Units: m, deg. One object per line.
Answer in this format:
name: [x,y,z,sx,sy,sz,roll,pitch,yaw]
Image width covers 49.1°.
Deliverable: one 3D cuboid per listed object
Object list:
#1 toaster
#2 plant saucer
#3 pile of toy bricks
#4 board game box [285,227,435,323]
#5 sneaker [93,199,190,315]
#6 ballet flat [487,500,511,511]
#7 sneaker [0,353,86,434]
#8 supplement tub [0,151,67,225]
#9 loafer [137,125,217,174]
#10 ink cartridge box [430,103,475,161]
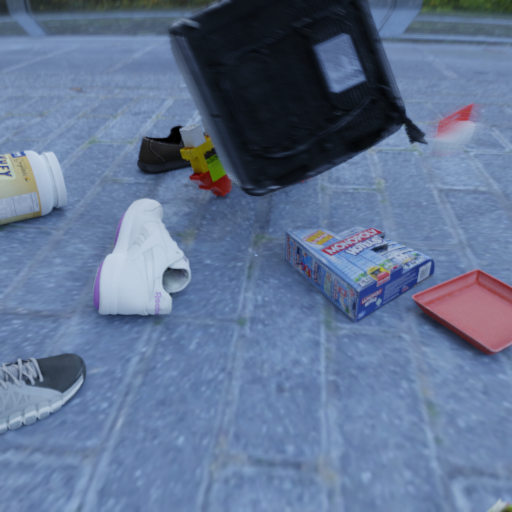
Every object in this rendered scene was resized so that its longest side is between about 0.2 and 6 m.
toaster: [0.618,-2.950,9.940,3.260,3.605,2.139,-26,14,-3]
plant saucer: [3.712,0.929,9.148,1.693,0.311,1.690,-18,35,-27]
pile of toy bricks: [0.699,-2.788,13.590,2.631,2.342,4.743,11,38,42]
board game box: [1.717,0.030,10.290,2.250,0.694,2.248,-24,39,-35]
sneaker: [-1.878,0.056,10.087,1.515,1.139,3.041,8,37,-4]
ballet flat: [1.756,3.027,5.105,2.384,0.762,0.902,-22,22,-33]
sneaker: [-3.251,1.553,7.096,2.250,1.299,0.844,-27,40,-37]
supplement tub: [-5.282,-1.471,12.123,2.004,1.447,1.447,-17,34,-27]
loafer: [-1.844,-3.008,15.132,2.875,1.026,1.049,-22,37,-32]
ink cartridge box: [4.080,-2.534,11.482,1.018,0.884,0.222,-30,56,-20]
